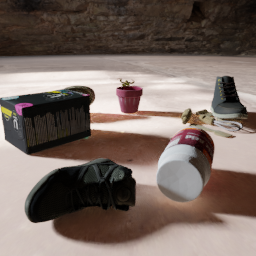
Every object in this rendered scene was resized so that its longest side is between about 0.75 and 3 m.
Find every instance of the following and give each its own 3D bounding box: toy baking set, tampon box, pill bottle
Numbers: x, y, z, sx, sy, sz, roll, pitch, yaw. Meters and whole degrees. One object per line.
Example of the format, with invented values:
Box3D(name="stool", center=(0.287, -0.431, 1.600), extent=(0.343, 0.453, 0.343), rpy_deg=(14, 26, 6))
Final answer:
Box3D(name="toy baking set", center=(2.874, -0.313, 9.712), extent=(2.073, 0.314, 2.701), rpy_deg=(7, 19, 21))
Box3D(name="tampon box", center=(-2.335, -0.292, 8.070), extent=(2.061, 1.301, 1.545), rpy_deg=(-17, 25, -42))
Box3D(name="pill bottle", center=(1.175, 0.670, 5.602), extent=(0.996, 0.996, 1.744), rpy_deg=(6, 19, 19))

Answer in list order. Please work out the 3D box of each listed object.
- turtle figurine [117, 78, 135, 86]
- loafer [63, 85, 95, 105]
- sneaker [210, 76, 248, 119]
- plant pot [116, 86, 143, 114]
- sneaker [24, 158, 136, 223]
Box3D(name="turtle figurine", center=(-0.157, -2.719, 16.991), extent=(1.140, 0.367, 0.919), rpy_deg=(10, 26, 0))
Box3D(name="loafer", center=(-2.566, -0.884, 10.454), extent=(2.836, 1.073, 0.968), rpy_deg=(-14, 23, -12))
Box3D(name="sneaker", center=(3.565, -1.145, 10.087), extent=(0.996, 1.415, 2.664), rpy_deg=(2, 13, 0))
Box3D(name="plant pot", center=(0.058, -1.110, 11.105), extent=(1.079, 0.965, 1.079), rpy_deg=(0, 17, 0))
Box3D(name="sneaker", center=(-0.633, 1.067, 4.746), extent=(1.170, 0.781, 2.043), rpy_deg=(7, 13, 41))
